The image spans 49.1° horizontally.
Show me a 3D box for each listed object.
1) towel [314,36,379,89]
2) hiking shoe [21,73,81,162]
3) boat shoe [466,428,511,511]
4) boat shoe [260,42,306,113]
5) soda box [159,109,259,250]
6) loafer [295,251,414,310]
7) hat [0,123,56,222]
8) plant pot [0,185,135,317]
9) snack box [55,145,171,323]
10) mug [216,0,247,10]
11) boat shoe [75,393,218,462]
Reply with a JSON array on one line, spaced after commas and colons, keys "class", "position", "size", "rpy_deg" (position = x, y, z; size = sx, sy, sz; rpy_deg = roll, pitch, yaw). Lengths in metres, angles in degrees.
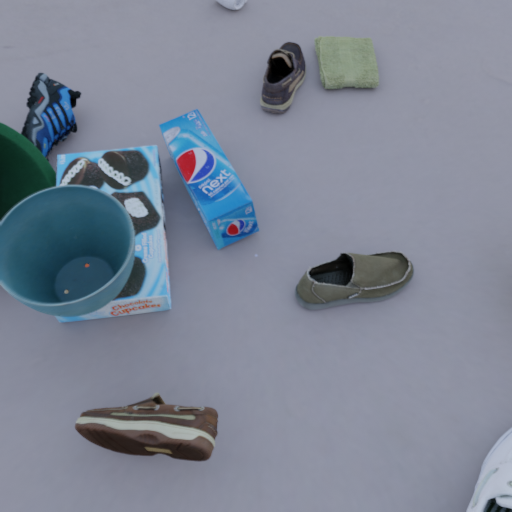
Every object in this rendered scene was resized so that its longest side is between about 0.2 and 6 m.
[{"class": "towel", "position": [1.914, -4.099, 11.822], "size": [1.281, 0.315, 1.727], "rpy_deg": [-1, 52, -2]}, {"class": "hiking shoe", "position": [-3.710, -2.344, 10.172], "size": [0.929, 0.797, 2.143], "rpy_deg": [14, 64, -29]}, {"class": "boat shoe", "position": [2.900, 2.917, 6.114], "size": [1.099, 0.998, 2.988], "rpy_deg": [31, 59, 21]}, {"class": "boat shoe", "position": [0.595, -3.748, 11.273], "size": [0.769, 0.757, 2.064], "rpy_deg": [9, 54, 6]}, {"class": "soda box", "position": [-0.816, -1.329, 9.358], "size": [0.778, 0.823, 2.425], "rpy_deg": [-25, 56, -7]}, {"class": "loafer", "position": [1.501, 0.305, 8.295], "size": [1.871, 0.652, 0.704], "rpy_deg": [-15, 55, -11]}, {"class": "hat", "position": [-4.967, -0.673, 9.147], "size": [2.501, 2.658, 3.019], "rpy_deg": [-20, 81, -58]}, {"class": "plant pot", "position": [-2.346, 0.109, 7.243], "size": [1.698, 1.143, 1.698], "rpy_deg": [1, 60, -1]}, {"class": "snack box", "position": [-2.265, -0.425, 8.753], "size": [1.660, 0.530, 2.857], "rpy_deg": [-7, 60, -5]}, {"class": "mug", "position": [-0.559, -6.187, 13.265], "size": [0.735, 0.619, 0.838], "rpy_deg": [46, 35, 19]}, {"class": "boat shoe", "position": [-1.284, 2.010, 6.768], "size": [1.792, 0.662, 0.663], "rpy_deg": [4, 47, 16]}]
